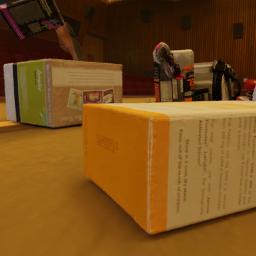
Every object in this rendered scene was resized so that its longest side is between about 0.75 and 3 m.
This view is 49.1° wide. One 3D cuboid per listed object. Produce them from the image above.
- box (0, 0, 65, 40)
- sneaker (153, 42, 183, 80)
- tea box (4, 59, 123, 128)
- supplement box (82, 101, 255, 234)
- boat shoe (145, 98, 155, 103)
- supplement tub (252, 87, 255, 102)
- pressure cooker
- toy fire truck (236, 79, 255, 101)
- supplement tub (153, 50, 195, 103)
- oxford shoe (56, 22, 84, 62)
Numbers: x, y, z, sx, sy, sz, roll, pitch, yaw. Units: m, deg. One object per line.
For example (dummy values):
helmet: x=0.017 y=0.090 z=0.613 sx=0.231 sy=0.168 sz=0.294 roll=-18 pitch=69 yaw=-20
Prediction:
box: x=-3.253 y=-3.835 z=9.589 sx=1.798 sy=0.325 sz=1.285 roll=-15 pitch=-32 yaw=2
sneaker: x=1.339 y=-2.133 z=9.002 sx=1.500 sy=0.605 sz=0.560 roll=43 pitch=1 yaw=-43
tea box: x=-2.182 y=-1.223 z=9.693 sx=2.925 sy=1.987 sz=2.973 roll=8 pitch=12 yaw=40
supplement box: x=0.964 y=0.194 z=3.295 sx=2.633 sy=0.968 sz=1.659 roll=-4 pitch=9 yaw=-25
boat shoe: x=0.845 y=-0.780 z=10.965 sx=0.682 sy=0.787 sz=1.847 roll=-3 pitch=9 yaw=-23
supplement tub: x=5.032 y=-0.758 z=8.029 sx=2.375 sy=1.567 sz=1.567 roll=1 pitch=8 yaw=-1
pressure cooker: x=3.767 y=-1.892 z=12.957 sx=2.718 sy=2.428 sz=2.390 roll=4 pitch=5 yaw=31
toy fire truck: x=5.132 y=-0.775 z=9.813 sx=2.395 sy=1.343 sz=2.011 roll=-5 pitch=28 yaw=-25
supplement tub: x=1.802 y=-1.703 z=10.891 sx=1.536 sy=2.508 sz=1.536 roll=-4 pitch=15 yaw=1
oxford shoe: x=-2.205 y=-3.085 z=10.634 sx=0.657 sy=1.844 sz=0.658 roll=-29 pitch=-17 yaw=14
